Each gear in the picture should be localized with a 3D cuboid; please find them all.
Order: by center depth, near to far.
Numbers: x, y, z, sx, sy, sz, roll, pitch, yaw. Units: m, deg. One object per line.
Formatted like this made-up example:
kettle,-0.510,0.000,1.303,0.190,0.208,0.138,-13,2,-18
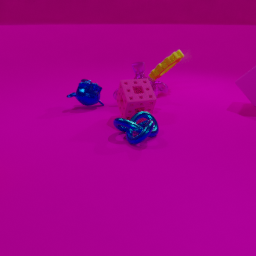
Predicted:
gear,1.629,-2.643,11.922,1.653,0.306,1.653,-38,-2,-1

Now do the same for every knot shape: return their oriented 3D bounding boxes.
knot shape,0.175,-0.039,7.521,1.195,0.590,1.277,7,23,18

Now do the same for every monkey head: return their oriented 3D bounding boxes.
monkey head,-1.454,-1.262,9.903,1.435,0.865,1.032,10,19,-31
monkey head,0.443,-1.602,10.163,1.998,1.437,1.204,-7,25,12

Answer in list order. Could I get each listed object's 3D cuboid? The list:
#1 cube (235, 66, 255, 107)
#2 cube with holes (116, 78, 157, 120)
cube,4.640,-1.593,9.774,1.126,1.126,1.126,53,35,6
cube with holes,0.232,-0.865,8.659,0.904,0.904,0.904,-7,55,-16
